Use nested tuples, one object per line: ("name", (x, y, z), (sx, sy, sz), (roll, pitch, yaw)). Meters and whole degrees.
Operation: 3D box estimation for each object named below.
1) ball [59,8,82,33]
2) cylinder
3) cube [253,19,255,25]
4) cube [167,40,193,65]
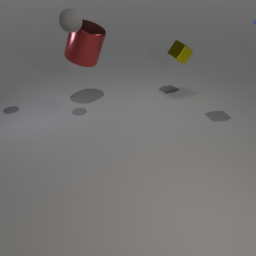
("ball", (-1.735, -3.241, 8.468), (0.700, 0.700, 0.700), (0, 29, 0))
("cylinder", (-1.727, -3.386, 11.182), (1.400, 1.400, 1.400), (15, 36, -11))
("cube", (4.242, -3.036, 8.085), (0.700, 0.700, 0.700), (19, 34, -35))
("cube", (2.340, -3.383, 12.561), (0.700, 0.700, 0.700), (19, 21, -49))
